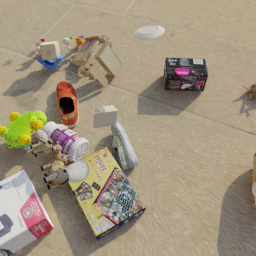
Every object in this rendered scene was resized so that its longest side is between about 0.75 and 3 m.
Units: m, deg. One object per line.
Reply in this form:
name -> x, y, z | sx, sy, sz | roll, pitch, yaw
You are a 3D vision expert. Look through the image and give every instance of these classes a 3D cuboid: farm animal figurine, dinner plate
farm animal figurine -> -2.634, 0.971, 9.800 | 1.029, 1.652, 2.046 | -21, 97, -12
dinner plate -> 0.680, -3.137, 9.058 | 1.002, 0.121, 1.002 | -7, 41, 6

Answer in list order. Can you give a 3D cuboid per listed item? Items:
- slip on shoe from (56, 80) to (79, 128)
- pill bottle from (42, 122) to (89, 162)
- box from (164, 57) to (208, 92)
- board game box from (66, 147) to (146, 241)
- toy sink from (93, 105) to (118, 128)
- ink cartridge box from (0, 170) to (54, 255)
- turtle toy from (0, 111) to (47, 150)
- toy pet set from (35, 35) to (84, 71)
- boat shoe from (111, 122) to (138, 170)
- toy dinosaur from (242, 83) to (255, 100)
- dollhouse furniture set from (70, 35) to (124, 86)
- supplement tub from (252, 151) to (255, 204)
slip on shoe -> -2.650, -1.207, 12.155 | 0.960, 0.793, 2.590 | -12, 54, -6
pill bottle -> -2.473, 0.474, 10.804 | 1.777, 0.998, 0.998 | 30, 60, 19
box -> 2.603, -2.461, 12.895 | 1.832, 1.051, 1.210 | 3, 53, 0
board game box -> -0.908, 2.190, 9.887 | 1.893, 0.484, 2.795 | -25, 58, -17
toy sink -> -0.827, -0.381, 9.217 | 0.851, 0.555, 0.477 | -11, 33, -28
ink cartridge box -> -4.112, 2.969, 8.910 | 2.739, 1.155, 1.983 | -28, 59, -19
turtle toy -> -4.007, 0.041, 11.081 | 1.500, 1.040, 2.058 | 18, 55, 18
toy pet set -> -3.436, -3.728, 13.920 | 2.349, 1.247, 2.193 | -4, 27, 4
boat shoe -> -0.288, 0.641, 10.864 | 0.646, 0.750, 2.084 | -20, 59, -12
toy dinosaur -> 6.056, -1.854, 12.717 | 1.687, 0.724, 1.143 | 3, 46, 16
dollhouse furniture set -> -1.817, -3.181, 13.874 | 2.845, 1.389, 2.426 | 9, 63, 43
supplement tub -> 5.064, 1.742, 9.599 | 1.464, 1.464, 2.027 | 14, 55, 10
